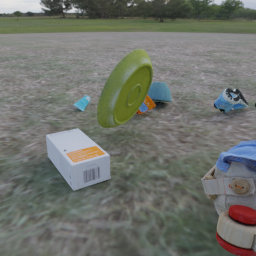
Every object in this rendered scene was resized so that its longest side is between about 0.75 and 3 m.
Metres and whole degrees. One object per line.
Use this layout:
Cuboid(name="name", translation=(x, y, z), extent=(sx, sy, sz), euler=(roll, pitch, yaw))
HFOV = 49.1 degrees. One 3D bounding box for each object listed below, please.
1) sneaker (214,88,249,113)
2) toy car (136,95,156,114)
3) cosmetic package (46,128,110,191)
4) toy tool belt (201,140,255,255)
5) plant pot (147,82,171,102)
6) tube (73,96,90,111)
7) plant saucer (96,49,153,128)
Cuboid(name="sneaker", translation=(3.541, -0.915, 9.768), extent=(1.804, 0.811, 0.707), euler=(3, 57, -46))
Cuboid(name="toy car", translation=(0.171, -1.190, 9.308), extent=(0.641, 1.925, 0.944), euler=(-44, 28, -16))
Cuboid(name="cosmetic package", translation=(-1.166, 0.629, 6.321), extent=(0.865, 0.608, 1.706), euler=(-14, 26, -30))
Cuboid(name="toy tool belt", translation=(1.924, 0.705, 4.302), extent=(1.521, 1.497, 2.436), euler=(12, 11, 28))
Cuboid(name="plant pot", translation=(1.163, -1.369, 10.555), extent=(1.016, 0.684, 1.016), euler=(6, 3, 0))
Cuboid(name="tube", translation=(-1.676, -0.925, 10.427), extent=(0.419, 0.272, 1.081), euler=(28, 25, -2))
Cuboid(name="plant saucer", translation=(0.039, -0.953, 7.583), extent=(0.366, 2.356, 2.356), euler=(31, 33, 20))
